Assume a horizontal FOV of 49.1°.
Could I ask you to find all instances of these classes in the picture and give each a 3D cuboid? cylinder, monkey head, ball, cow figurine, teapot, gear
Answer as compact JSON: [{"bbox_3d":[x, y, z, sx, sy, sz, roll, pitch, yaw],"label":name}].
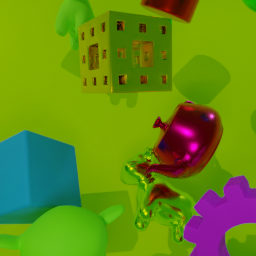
[{"bbox_3d":[0.915,-2.744,5.444,1.082,1.082,1.082,23,108,7],"label":"cylinder"},{"bbox_3d":[-0.793,1.384,3.377,1.571,1.130,0.947,-6,90,-27],"label":"monkey head"},{"bbox_3d":[2.122,-2.177,3.928,1.130,1.130,1.130,0,72,0],"label":"ball"},{"bbox_3d":[0.532,1.095,4.908,1.483,0.814,1.459,19,46,2],"label":"cow figurine"},{"bbox_3d":[0.852,0.179,4.547,1.010,1.282,2.063,29,44,3],"label":"teapot"},{"bbox_3d":[1.658,1.556,3.421,1.919,0.355,1.919,8,105,32],"label":"gear"},{"bbox_3d":[-1.012,-2.486,5.692,0.813,1.481,1.457,5,82,11],"label":"cow figurine"}]

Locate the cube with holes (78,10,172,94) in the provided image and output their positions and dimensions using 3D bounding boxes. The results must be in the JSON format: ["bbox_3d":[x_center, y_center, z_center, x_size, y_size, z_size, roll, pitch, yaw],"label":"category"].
[{"bbox_3d":[-0.055,-1.016,4.071,0.987,0.987,0.987,-7,100,-31],"label":"cube with holes"}]

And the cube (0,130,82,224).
[{"bbox_3d":[-1.548,0.839,4.422,1.101,1.101,1.101,-23,63,23],"label":"cube"}]
